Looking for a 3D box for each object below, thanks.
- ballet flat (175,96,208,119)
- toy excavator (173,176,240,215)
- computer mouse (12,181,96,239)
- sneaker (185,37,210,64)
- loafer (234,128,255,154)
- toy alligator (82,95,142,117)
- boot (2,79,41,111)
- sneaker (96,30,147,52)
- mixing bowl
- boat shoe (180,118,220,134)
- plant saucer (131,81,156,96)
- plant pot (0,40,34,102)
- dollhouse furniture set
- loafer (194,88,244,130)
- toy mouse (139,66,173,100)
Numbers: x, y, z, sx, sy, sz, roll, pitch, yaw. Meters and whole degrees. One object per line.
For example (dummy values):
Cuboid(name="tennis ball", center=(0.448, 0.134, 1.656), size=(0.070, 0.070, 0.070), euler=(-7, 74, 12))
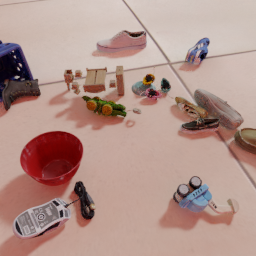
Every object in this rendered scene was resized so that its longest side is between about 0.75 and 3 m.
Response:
Cuboid(name="ballet flat", center=(2.653, -0.850, 12.226), size=(1.687, 0.596, 0.596), euler=(31, 53, 27))
Cuboid(name="toy excavator", center=(2.503, 2.354, 9.019), size=(1.585, 0.814, 1.630), euler=(-27, 64, -21))
Cuboid(name="computer mouse", center=(-2.304, 2.690, 8.780), size=(2.509, 0.550, 1.376), euler=(-20, 53, -26))
Cuboid(name="sneaker", center=(3.981, -4.147, 15.283), size=(0.909, 0.817, 2.211), euler=(32, 59, 22))
Cuboid(name="loafer", center=(5.545, 0.501, 10.570), size=(2.878, 0.971, 1.094), euler=(15, 48, 14))
Cuboid(name="toy alligator", center=(-0.759, -0.781, 12.078), size=(2.682, 0.644, 0.889), euler=(16, 24, 8))
Cuboid(name="boot", center=(-4.849, -1.599, 12.869), size=(1.614, 0.642, 1.853), euler=(1, 59, -16))
Cuboid(name="sneaker", center=(-0.359, -5.059, 15.943), size=(2.959, 1.048, 1.081), euler=(-9, 46, -9))
Cuboid(name="mixing bowl", center=(-2.541, 1.229, 9.751), size=(2.097, 1.136, 2.097), euler=(0, 45, 0))
Cuboid(name="boat shoe", center=(2.950, -0.167, 11.538), size=(1.646, 0.524, 0.582), euler=(-6, 46, -6))
Cuboid(name="plant saucer", center=(0.760, -1.989, 13.534), size=(1.190, 0.229, 1.190), euler=(0, 46, 0))
Cuboid(name="plant pot", center=(-6.028, -2.798, 13.076), size=(1.886, 2.097, 2.097), euler=(27, 53, 30))
Cuboid(name="dollhouse furniture set", center=(-1.539, -1.925, 12.879), size=(2.706, 1.198, 1.402), euler=(-2, 46, 3))
Cuboid(name="loafer", center=(3.865, -0.880, 12.070), size=(0.865, 0.867, 2.480), euler=(-24, 58, -28))
Cuboid(name="toy mouse", center=(1.396, -1.801, 13.183), size=(1.740, 0.379, 1.958), euler=(36, 60, 10))
